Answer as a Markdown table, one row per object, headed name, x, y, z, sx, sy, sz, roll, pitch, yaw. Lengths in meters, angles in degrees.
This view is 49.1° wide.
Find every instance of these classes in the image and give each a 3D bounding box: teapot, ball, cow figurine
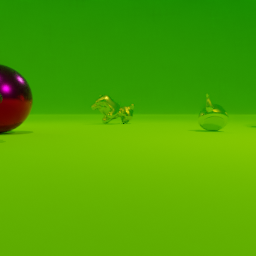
| name | x | y | z | sx | sy | sz | roll | pitch | yaw |
| --- | --- | --- | --- | --- | --- | --- | --- | --- | --- |
| teapot | 1.885 | -0.291 | 6.259 | 0.659 | 0.519 | 1.060 | -11 | -42 | 22 |
| ball | -2.597 | -0.574 | 5.530 | 1.364 | 1.364 | 1.364 | 0 | 3 | 0 |
| cow figurine | -0.508 | -0.748 | 10.719 | 1.451 | 1.475 | 0.810 | -41 | 0 | -45 |

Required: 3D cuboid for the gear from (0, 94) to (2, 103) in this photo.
| name | x | y | z | sx | sy | sz | roll | pitch | yaw |
| --- | --- | --- | --- | --- | --- | --- | --- | --- | --- |
| gear | -2.227 | -0.299 | 3.656 | 1.093 | 1.093 | 0.202 | 1 | -31 | 10 |
